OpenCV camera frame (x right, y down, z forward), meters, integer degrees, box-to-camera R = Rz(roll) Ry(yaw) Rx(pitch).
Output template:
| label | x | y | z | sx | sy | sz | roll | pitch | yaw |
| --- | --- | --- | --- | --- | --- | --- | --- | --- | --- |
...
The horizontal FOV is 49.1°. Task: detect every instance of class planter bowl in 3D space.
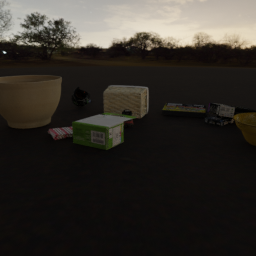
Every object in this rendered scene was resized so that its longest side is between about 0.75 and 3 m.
| label | x | y | z | sx | sy | sz | roll | pitch | yaw |
| --- | --- | --- | --- | --- | --- | --- | --- | --- | --- |
| planter bowl | -4.141 | -1.084 | 11.533 | 2.860 | 1.925 | 2.860 | 0 | 15 | 0 |
| planter bowl | 4.525 | 0.118 | 9.283 | 2.045 | 0.852 | 2.045 | 0 | 15 | 0 |

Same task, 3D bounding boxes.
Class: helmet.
| label | x | y | z | sx | sy | sz | roll | pitch | yaw |
| --- | --- | --- | --- | --- | --- | --- | --- | --- | --- |
| helmet | -2.554 | -1.657 | 15.161 | 1.047 | 1.047 | 0.998 | -3 | -17 | -9 |

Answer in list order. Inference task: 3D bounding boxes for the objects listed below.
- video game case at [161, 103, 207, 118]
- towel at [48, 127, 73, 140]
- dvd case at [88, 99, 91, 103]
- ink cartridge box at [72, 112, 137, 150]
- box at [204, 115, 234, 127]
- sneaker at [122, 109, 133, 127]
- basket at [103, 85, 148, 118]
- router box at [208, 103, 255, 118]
| label | x | y | z | sx | sy | sz | roll | pitch | yaw |
| --- | --- | --- | --- | --- | --- | --- | --- | --- | --- |
| video game case | 2.813 | -0.892 | 13.875 | 2.087 | 0.266 | 1.886 | 5 | 16 | 14 |
| towel | -2.202 | 0.166 | 10.375 | 1.331 | 0.199 | 0.974 | -6 | 17 | -27 |
| dvd case | -2.703 | -1.598 | 16.648 | 1.032 | 0.091 | 0.736 | -2 | 15 | -7 |
| ink cartridge box | -0.735 | 0.030 | 9.790 | 1.467 | 0.752 | 1.985 | 9 | 17 | 31 |
| box | 3.897 | -0.317 | 11.945 | 1.005 | 0.219 | 0.805 | -11 | 20 | -34 |
| sneaker | -0.035 | -0.433 | 11.633 | 0.453 | 0.626 | 1.282 | 0 | 17 | -7 |
| basket | -0.111 | -1.220 | 13.095 | 1.980 | 1.342 | 1.221 | 4 | 19 | 13 |
| router box | 4.606 | -0.702 | 12.156 | 1.863 | 0.476 | 1.389 | 8 | 9 | -3 |
